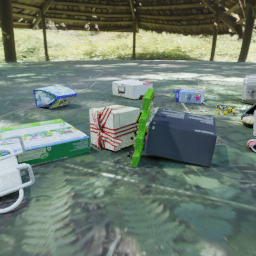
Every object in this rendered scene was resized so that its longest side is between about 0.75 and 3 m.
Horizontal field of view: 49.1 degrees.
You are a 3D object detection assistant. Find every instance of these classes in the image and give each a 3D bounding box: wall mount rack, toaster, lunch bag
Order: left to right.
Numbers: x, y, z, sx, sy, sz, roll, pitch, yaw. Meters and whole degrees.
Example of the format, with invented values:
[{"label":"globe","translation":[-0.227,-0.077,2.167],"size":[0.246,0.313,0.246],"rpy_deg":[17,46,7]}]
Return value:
[{"label":"wall mount rack","translation":[-3.268,0.960,6.316],"size":[1.992,0.855,2.292],"rpy_deg":[-18,36,-20]},{"label":"lunch bag","translation":[-3.801,-1.653,14.748],"size":[1.758,1.120,1.494],"rpy_deg":[0,15,34]},{"label":"toaster","translation":[7.538,-2.244,15.798],"size":[1.822,1.603,2.821],"rpy_deg":[7,22,29]}]

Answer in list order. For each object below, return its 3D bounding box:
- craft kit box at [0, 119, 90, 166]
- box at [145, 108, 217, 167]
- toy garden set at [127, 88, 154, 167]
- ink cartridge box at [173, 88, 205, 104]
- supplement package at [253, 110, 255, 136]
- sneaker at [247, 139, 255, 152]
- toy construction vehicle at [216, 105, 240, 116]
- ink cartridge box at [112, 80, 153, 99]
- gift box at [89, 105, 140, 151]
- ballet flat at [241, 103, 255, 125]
[{"label":"craft kit box","translation":[-2.960,0.415,9.117],"size":[2.621,0.636,2.588],"rpy_deg":[-11,23,-31]},{"label":"box","translation":[1.652,0.209,8.618],"size":[1.924,1.002,1.752],"rpy_deg":[11,21,13]},{"label":"toy garden set","translation":[0.368,-0.188,8.168],"size":[0.414,2.076,1.731],"rpy_deg":[13,26,7]},{"label":"ink cartridge box","translation":[3.464,-1.875,16.244],"size":[1.732,0.661,1.181],"rpy_deg":[6,18,25]},{"label":"supplement package","translation":[5.554,-0.253,10.155],"size":[1.721,1.006,1.010],"rpy_deg":[-16,24,-21]},{"label":"sneaker","translation":[4.404,0.572,8.914],"size":[1.049,0.374,0.590],"rpy_deg":[-3,12,16]},{"label":"toy construction vehicle","translation":[4.717,-0.796,13.408],"size":[0.945,0.382,1.085],"rpy_deg":[7,18,-15]},{"label":"ink cartridge box","translation":[0.267,-2.445,17.566],"size":[1.575,0.914,2.134],"rpy_deg":[-14,20,-37]},{"label":"gift box","translation":[-0.422,-0.083,9.279],"size":[1.417,1.400,1.517],"rpy_deg":[-15,15,-42]},{"label":"ballet flat","translation":[5.429,-0.669,12.125],"size":[0.822,0.702,2.472],"rpy_deg":[20,28,23]}]
